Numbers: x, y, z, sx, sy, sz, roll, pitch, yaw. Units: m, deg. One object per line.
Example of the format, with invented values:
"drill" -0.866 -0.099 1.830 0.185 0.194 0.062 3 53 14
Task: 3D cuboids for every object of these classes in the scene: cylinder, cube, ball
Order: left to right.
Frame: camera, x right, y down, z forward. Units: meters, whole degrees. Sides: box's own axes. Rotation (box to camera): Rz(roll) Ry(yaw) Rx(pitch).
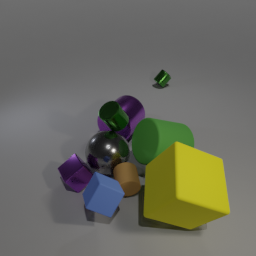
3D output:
"cube" -1.529 1.336 8.318 0.700 0.700 0.700 -41 41 -5
"cube" -0.619 1.626 6.885 0.700 0.700 0.700 28 6 -21
"ball" -0.639 0.767 8.809 1.400 1.400 1.400 0 31 0
"cylinder" -0.430 -0.356 8.567 0.700 0.700 0.700 -16 51 21
"cylinder" -0.237 -0.371 10.733 1.400 1.400 1.400 14 32 22
"cylinder" -0.038 1.466 8.027 0.700 0.700 0.700 -5 41 -8
"cylinder" 1.058 0.463 8.627 1.400 1.400 1.400 8 23 -33
"cylinder" 1.856 -2.658 15.044 0.700 0.700 0.700 40 7 -6
"cube" 1.330 1.412 6.675 1.400 1.400 1.400 21 50 -19
